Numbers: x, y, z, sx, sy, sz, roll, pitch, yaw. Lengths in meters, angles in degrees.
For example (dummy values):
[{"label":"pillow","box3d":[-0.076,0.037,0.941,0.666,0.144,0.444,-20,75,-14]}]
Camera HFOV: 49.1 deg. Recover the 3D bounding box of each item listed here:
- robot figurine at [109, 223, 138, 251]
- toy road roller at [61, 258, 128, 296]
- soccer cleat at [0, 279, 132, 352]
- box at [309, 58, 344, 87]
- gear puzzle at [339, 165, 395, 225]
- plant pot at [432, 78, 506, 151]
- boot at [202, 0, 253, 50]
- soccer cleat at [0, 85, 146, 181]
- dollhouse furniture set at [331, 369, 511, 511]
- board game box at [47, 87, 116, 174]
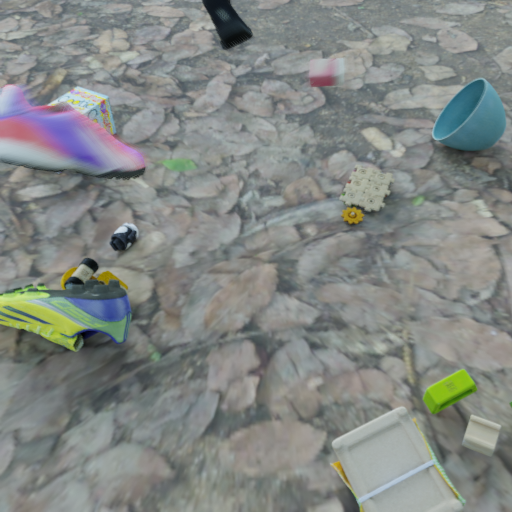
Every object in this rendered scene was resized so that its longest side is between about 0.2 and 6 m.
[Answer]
[{"label":"robot figurine","box3d":[-2.649,-0.378,11.225,0.486,0.403,0.646,26,50,13]},{"label":"toy road roller","box3d":[-2.974,0.655,10.104,1.132,0.827,0.696,39,45,-14]},{"label":"soccer cleat","box3d":[-3.437,1.059,9.412,2.863,1.198,0.926,-4,7,17]},{"label":"box","box3d":[1.364,-3.540,10.819,0.631,0.344,0.404,1,70,13]},{"label":"gear puzzle","box3d":[2.368,-1.274,12.289,0.977,0.247,1.886,18,50,15]},{"label":"plant pot","box3d":[5.259,-3.188,13.397,1.144,1.699,1.699,31,45,-13]},{"label":"boot","box3d":[-0.683,-4.931,10.906,0.684,1.505,1.792,-21,9,9]},{"label":"soccer cleat","box3d":[-2.929,-1.939,9.351,1.066,1.144,3.126,15,9,29]},{"label":"dollhouse furniture set","box3d":[2.745,2.777,7.993,3.166,1.222,1.582,-28,56,0]},{"label":"board game box","box3d":[-4.511,-3.065,13.489,1.063,1.044,2.026,22,49,21]}]
